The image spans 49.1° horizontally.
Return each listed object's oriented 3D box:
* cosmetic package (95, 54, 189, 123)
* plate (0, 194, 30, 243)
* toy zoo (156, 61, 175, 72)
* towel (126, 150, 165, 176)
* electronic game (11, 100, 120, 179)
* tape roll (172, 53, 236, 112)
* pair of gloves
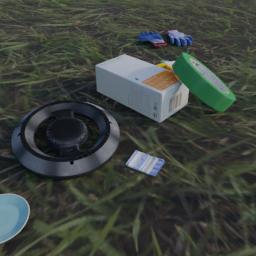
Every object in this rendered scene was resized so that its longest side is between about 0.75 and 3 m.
[{"bbox_3d":[0.416,-1.440,9.380,2.933,1.045,1.488,29,45,34],"label":"cosmetic package"},{"bbox_3d":[-2.617,1.852,5.660,1.237,0.158,1.237,1,37,-1],"label":"plate"},{"bbox_3d":[1.899,-2.210,11.126,1.378,0.215,2.100,-18,40,-22],"label":"toy zoo"},{"bbox_3d":[0.432,0.873,7.037,0.840,0.100,0.617,18,41,23],"label":"towel"},{"bbox_3d":[-1.633,0.186,7.531,2.837,0.590,2.837,2,44,-2],"label":"electronic game"},{"bbox_3d":[2.397,-1.467,8.872,2.214,0.532,2.214,32,28,-19],"label":"tape roll"},{"bbox_3d":[1.883,-4.563,14.278,2.679,0.305,2.153,-8,35,-13],"label":"pair of gloves"}]
